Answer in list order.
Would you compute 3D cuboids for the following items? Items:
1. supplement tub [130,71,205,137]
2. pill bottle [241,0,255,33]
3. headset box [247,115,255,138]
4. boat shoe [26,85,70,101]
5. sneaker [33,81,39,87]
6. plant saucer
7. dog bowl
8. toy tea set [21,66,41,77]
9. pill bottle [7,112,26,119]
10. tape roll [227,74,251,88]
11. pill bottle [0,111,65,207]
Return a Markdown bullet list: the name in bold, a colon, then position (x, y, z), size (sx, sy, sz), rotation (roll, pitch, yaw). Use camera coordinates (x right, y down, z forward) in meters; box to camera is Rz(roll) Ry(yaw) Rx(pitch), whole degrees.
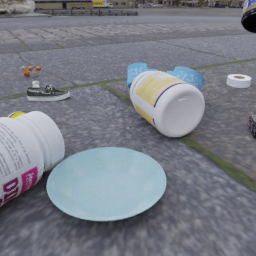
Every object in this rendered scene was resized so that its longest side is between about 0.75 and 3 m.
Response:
- **supplement tub**: position (1.082, -0.824, 8.516), size (1.579, 1.579, 2.172), rotation (-11, 28, -20)
- **pill bottle**: position (3.882, -3.781, 7.845), size (1.099, 1.965, 1.099), rotation (13, -10, 2)
- **headset box**: position (4.023, -0.047, 8.306), size (0.724, 0.376, 0.973), rotation (4, 28, 9)
- **boat shoe**: position (-3.063, -1.366, 10.782), size (1.634, 0.520, 0.578), rotation (-4, 27, -8)
- **sneaker**: position (-3.735, -1.679, 11.483), size (0.298, 0.468, 0.809), rotation (-16, 32, -32)
- **plant saucer**: position (-0.422, 1.179, 5.758), size (2.390, 0.460, 2.390), rotation (1, 26, 0)
- **dog bowl**: position (1.291, -1.639, 10.356), size (2.913, 0.722, 1.623), rotation (10, -13, 20)
- **toy tea set**: position (-4.673, -2.778, 13.582), size (0.952, 0.566, 0.352), rotation (-2, 35, -4)
- **pill bottle**: position (-2.587, 0.126, 7.452), size (1.502, 0.821, 0.821), rotation (22, 34, 36)
- **tape roll**: position (4.914, -2.091, 12.437), size (0.997, 0.349, 0.997), rotation (0, 27, 0)
- **pill bottle**: position (-2.689, 0.730, 5.386), size (1.589, 1.589, 2.804), rotation (17, 31, 30)
